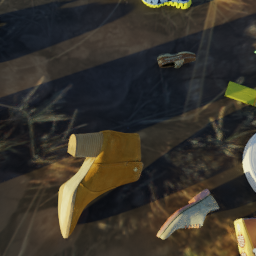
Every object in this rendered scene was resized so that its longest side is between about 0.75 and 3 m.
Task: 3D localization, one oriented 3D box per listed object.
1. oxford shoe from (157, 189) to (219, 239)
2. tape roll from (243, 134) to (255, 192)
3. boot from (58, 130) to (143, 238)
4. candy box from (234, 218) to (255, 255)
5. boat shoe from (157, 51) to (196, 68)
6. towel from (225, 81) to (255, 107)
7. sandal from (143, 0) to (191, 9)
[{"bbox_3d":[1.571,2.338,7.212,1.832,0.648,0.676,-34,71,-13],"label":"oxford shoe"},{"bbox_3d":[4.589,1.035,7.902,2.583,0.472,2.583,0,65,0],"label":"tape roll"},{"bbox_3d":[-0.646,1.477,7.379,2.058,1.011,2.874,5,102,-31],"label":"boot"},{"bbox_3d":[3.533,3.397,6.765,1.367,0.661,2.343,-3,64,0],"label":"candy box"},{"bbox_3d":[1.630,-2.224,9.387,1.279,0.484,0.473,-4,71,7],"label":"boat shoe"},{"bbox_3d":[3.901,-1.024,9.024,1.457,0.132,0.627,22,63,10],"label":"towel"},{"bbox_3d":[1.443,-4.974,10.390,1.882,0.819,0.748,0,68,2],"label":"sandal"}]
